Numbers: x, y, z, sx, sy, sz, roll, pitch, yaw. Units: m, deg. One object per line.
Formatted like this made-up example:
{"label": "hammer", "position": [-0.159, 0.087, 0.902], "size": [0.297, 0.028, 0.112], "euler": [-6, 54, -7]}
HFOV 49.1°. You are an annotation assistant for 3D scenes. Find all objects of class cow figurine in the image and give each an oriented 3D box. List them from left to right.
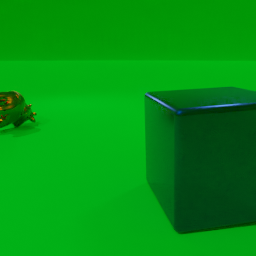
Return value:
{"label": "cow figurine", "position": [-2.711, -0.462, 6.746], "size": [1.315, 0.734, 1.337], "euler": [-25, -9, -46]}

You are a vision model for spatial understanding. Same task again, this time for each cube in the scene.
{"label": "cube", "position": [1.002, 0.255, 3.452], "size": [1.329, 1.329, 1.329], "euler": [-5, 15, -9]}
